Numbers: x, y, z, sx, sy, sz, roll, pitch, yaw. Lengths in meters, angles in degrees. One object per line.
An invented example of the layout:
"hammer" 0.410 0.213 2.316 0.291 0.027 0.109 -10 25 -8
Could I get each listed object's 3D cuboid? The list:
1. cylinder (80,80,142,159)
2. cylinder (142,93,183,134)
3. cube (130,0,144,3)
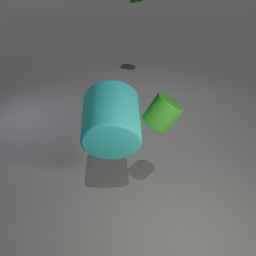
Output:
"cylinder" -0.402 -0.183 6.747 1.400 1.400 1.400 -1 52 -2
"cylinder" 0.793 -0.339 6.470 0.700 0.700 0.700 30 22 -13
"cube" 0.509 -6.376 13.179 0.700 0.700 0.700 7 36 33
